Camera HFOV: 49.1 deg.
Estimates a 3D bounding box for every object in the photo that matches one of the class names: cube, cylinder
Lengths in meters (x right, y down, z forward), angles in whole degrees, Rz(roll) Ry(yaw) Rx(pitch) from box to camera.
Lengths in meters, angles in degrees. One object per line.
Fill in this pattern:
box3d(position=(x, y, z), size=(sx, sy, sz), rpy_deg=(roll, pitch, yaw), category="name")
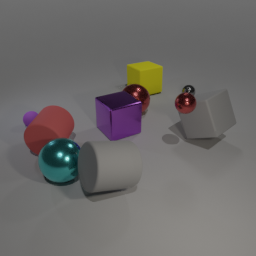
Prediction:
box3d(position=(0.877, -2.648, 14.920), size=(1.400, 1.400, 1.400), rpy_deg=(-15, 30, -25), category="cube")
box3d(position=(-2.817, 0.099, 10.159), size=(1.400, 1.400, 1.400), rpy_deg=(4, 32, 7), category="cylinder")
box3d(position=(-0.533, 1.067, 8.009), size=(1.400, 1.400, 1.400), rpy_deg=(1, 26, -32), category="cylinder")
box3d(position=(-0.390, -0.521, 11.361), size=(1.400, 1.400, 1.400), rpy_deg=(-17, 34, -26), category="cube")
box3d(position=(2.935, -0.512, 10.486), size=(1.400, 1.400, 1.400), rpy_deg=(-27, 13, -36), category="cube")

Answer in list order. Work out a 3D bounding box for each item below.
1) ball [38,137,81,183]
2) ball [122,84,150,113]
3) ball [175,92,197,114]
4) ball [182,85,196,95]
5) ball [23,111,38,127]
box3d(position=(-2.076, 0.996, 8.750), size=(1.400, 1.400, 1.400), rpy_deg=(0, 30, 0), category="ball")
box3d(position=(0.311, -1.305, 12.731), size=(1.400, 1.400, 1.400), rpy_deg=(0, 30, 0), category="ball")
box3d(position=(1.870, -0.806, 9.099), size=(0.700, 0.700, 0.700), rpy_deg=(0, 30, 0), category="ball")
box3d(position=(3.100, -1.859, 14.340), size=(0.700, 0.700, 0.700), rpy_deg=(0, 30, 0), category="ball")
box3d(position=(-4.056, -0.363, 11.792), size=(0.700, 0.700, 0.700), rpy_deg=(0, 30, 0), category="ball")
